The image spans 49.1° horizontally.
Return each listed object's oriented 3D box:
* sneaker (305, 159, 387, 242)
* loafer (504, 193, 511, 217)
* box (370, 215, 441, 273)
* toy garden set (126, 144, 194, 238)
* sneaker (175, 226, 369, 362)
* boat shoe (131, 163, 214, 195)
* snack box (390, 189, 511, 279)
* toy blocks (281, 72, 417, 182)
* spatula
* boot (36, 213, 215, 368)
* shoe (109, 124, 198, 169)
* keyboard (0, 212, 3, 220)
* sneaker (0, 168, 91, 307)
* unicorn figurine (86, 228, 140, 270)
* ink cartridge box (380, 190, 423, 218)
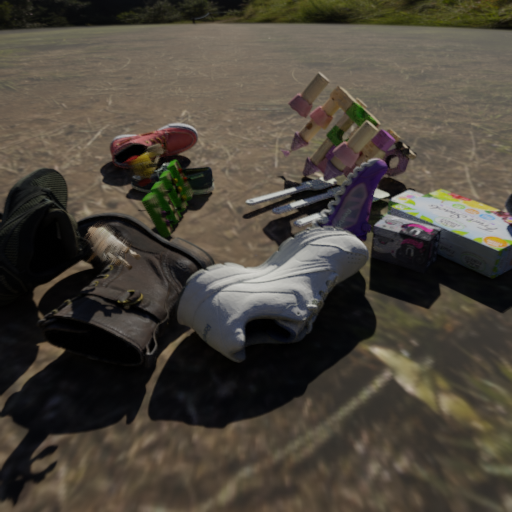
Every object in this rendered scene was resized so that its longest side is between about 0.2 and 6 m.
[{"bbox_3d":[1.789,-0.756,10.262,0.954,2.157,0.868,39,5,20],"label":"sneaker"},{"bbox_3d":[5.831,-0.399,9.482,1.177,1.031,3.275,-22,51,-36],"label":"loafer"},{"bbox_3d":[2.719,-0.238,10.241,1.070,0.707,0.614,19,36,30],"label":"box"},{"bbox_3d":[-1.850,-1.572,11.547,0.398,1.663,1.995,-15,29,19],"label":"toy garden set"},{"bbox_3d":[0.504,0.625,8.485,3.343,1.246,1.456,-24,49,-27],"label":"sneaker"},{"bbox_3d":[-2.012,-1.853,13.313,2.041,0.631,0.764,5,34,12],"label":"boat shoe"},{"bbox_3d":[4.015,-0.511,10.835,1.691,0.630,2.378,-21,35,-33],"label":"snack box"},{"bbox_3d":[2.033,-2.648,13.878,2.632,2.216,2.460,8,40,-52],"label":"toy blocks"},{"bbox_3d":[1.394,-1.306,12.632,2.926,0.235,2.034,-20,36,-38],"label":"spatula"},{"bbox_3d":[-2.338,0.440,8.622,3.109,1.077,2.707,14,31,20],"label":"boot"},{"bbox_3d":[-2.716,-2.906,15.115,2.431,0.868,1.106,-11,31,-9],"label":"shoe"},{"bbox_3d":[-6.477,-0.728,10.914,5.064,1.003,2.636,21,35,32],"label":"keyboard"},{"bbox_3d":[-3.506,-0.565,9.523,1.826,1.219,3.188,-18,35,18],"label":"sneaker"},{"bbox_3d":[-2.107,-0.115,8.048,0.820,1.194,0.441,34,64,14],"label":"unicorn figurine"},{"bbox_3d":[3.256,-1.065,12.178,1.134,0.336,0.589,-25,37,-38],"label":"ink cartridge box"}]
